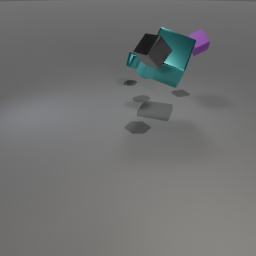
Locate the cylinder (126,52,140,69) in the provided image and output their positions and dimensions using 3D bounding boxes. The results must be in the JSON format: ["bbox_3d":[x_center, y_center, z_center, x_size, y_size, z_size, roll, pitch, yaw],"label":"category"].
[{"bbox_3d":[0.297,-3.613,15.005,0.700,0.700,0.700,16,22,-7],"label":"cylinder"}]

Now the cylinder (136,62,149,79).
[{"bbox_3d":[0.849,-2.671,12.573,0.700,0.700,0.700,25,34,-19],"label":"cylinder"}]

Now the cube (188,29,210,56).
[{"bbox_3d":[3.069,-3.724,12.227,0.700,0.700,0.700,-24,74,2],"label":"cube"}]

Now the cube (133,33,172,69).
[{"bbox_3d":[0.728,-2.273,8.291,0.700,0.700,0.700,36,-3,-42],"label":"cube"}]

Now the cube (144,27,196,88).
[{"bbox_3d":[1.531,-2.593,10.496,1.400,1.400,1.400,22,73,4],"label":"cube"}]
